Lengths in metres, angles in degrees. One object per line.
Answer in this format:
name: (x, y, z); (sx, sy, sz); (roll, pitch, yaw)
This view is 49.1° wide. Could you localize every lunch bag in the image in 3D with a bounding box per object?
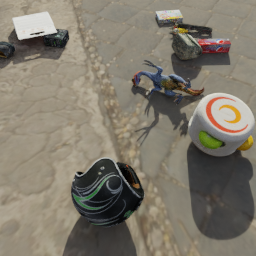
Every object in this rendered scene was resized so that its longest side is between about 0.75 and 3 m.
lunch bag: (2.608, -3.592, 12.297); (0.980, 0.814, 1.169); (-5, 48, -26)

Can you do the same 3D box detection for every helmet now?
helmet: (-0.602, 1.663, 7.233); (1.662, 1.743, 1.743); (-36, 53, 9)

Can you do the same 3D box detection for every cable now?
cable: (3.022, -4.808, 13.692); (2.076, 0.522, 1.008); (3, 31, -14)

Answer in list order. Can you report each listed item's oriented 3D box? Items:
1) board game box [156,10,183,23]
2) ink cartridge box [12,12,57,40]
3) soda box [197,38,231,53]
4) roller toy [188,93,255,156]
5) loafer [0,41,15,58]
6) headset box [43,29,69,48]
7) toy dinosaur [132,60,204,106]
board game box: (2.130, -5.772, 14.488); (1.255, 0.215, 0.844); (-7, 50, -6)
ink cartridge box: (-4.442, -4.728, 13.386); (1.781, 0.554, 2.214); (-18, 52, -15)
soda box: (3.823, -3.682, 12.556); (1.424, 0.451, 0.498); (-3, 48, -1)
roller toy: (2.913, -0.073, 8.890); (1.947, 1.361, 1.776); (-6, 59, -12)
loafer: (-5.946, -3.488, 12.292); (1.807, 0.658, 0.653); (8, 54, 8)
headset box: (-3.271, -4.175, 12.971); (0.993, 0.461, 0.864); (8, 49, 6)
toy dinosaur: (1.292, -1.648, 10.827); (2.416, 1.269, 2.193); (13, 16, -44)
